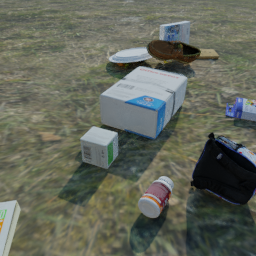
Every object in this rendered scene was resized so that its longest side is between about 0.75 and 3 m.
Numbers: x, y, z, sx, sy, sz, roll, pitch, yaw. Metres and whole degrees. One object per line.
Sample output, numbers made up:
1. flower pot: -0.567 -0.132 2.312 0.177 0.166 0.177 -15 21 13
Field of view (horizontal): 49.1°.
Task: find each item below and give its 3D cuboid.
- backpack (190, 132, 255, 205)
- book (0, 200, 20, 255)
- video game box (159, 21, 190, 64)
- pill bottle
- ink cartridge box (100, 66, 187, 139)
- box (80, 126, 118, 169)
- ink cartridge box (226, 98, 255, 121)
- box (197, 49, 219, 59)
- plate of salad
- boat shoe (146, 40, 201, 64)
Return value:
1. backpack: 2.375 1.000 6.445 1.144 1.486 1.415 -11 36 -39
2. book: -2.782 2.137 5.596 0.916 0.329 1.371 -6 35 -3
3. video game box: 2.316 -4.266 13.968 1.667 1.830 0.428 -21 35 -29
4. pill bottle: 0.664 1.516 6.289 0.525 0.525 0.929 19 38 26
5. ink cartridge box: 0.606 -0.987 9.524 1.988 1.166 2.714 17 36 23
6. box: -0.758 0.521 7.568 0.800 0.796 0.685 14 36 20
7. ink cartridge box: 4.356 -0.626 9.751 1.763 0.370 1.052 10 34 18
8. box: 3.978 -4.006 15.078 1.523 0.162 1.245 0 33 1
9. plate of salad: 0.305 -3.486 13.895 2.515 0.604 2.515 -8 26 4
10. boat shoe: 2.179 -3.683 13.019 2.743 0.987 0.932 -1 -10 -31
